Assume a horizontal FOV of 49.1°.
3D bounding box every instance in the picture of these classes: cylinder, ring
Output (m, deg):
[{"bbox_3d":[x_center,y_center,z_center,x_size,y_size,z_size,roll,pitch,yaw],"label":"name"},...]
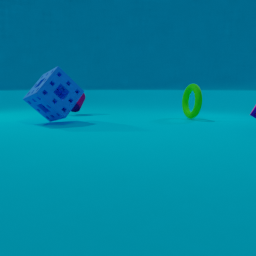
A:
[{"bbox_3d":[-2.321,-1.198,12.231,0.742,0.742,0.742,3,49,17],"label":"cylinder"},{"bbox_3d":[2.401,-1.006,10.556,0.264,1.319,1.319,2,8,-15],"label":"ring"}]

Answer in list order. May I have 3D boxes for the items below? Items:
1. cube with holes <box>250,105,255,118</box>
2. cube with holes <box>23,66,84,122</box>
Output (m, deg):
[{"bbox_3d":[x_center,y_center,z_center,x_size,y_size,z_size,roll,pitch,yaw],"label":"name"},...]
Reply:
[{"bbox_3d":[3.804,-0.603,7.138,0.810,0.810,0.810,34,59,15],"label":"cube with holes"},{"bbox_3d":[-2.487,-1.095,9.385,1.197,1.197,1.197,-8,-45,50],"label":"cube with holes"}]
